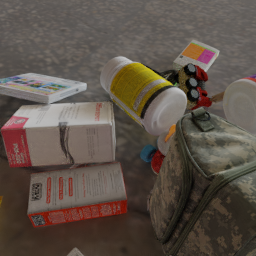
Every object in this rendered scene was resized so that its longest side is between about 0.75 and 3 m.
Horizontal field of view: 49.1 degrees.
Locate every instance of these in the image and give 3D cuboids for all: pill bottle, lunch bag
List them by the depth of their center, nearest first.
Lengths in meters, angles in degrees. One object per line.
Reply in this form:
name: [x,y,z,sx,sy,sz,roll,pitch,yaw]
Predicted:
lunch bag: [1.500,1.315,5.177,1.946,2.793,2.343,-15,48,-26]
pill bottle: [0.334,-0.989,7.823,1.384,1.384,2.422,-28,50,-25]
pill bottle: [4.446,-0.961,8.211,2.941,1.638,1.638,-19,48,-19]

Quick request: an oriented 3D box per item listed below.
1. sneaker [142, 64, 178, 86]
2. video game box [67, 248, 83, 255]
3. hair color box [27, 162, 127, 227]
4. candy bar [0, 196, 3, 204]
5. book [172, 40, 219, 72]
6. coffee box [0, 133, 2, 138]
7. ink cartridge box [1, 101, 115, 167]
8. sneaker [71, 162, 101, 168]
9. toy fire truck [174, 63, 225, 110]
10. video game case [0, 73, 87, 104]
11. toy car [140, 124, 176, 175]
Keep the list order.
sneaker: [0.619,-1.632,9.343,2.357,0.987,0.905,-10,46,-10]
video game box: [-0.963,3.387,4.698,1.797,0.462,1.973,29,52,29]
hair color box: [-1.133,1.501,6.448,2.105,0.645,1.069,-6,46,-7]
candy bar: [-3.062,2.400,5.834,0.553,0.246,2.219,-9,46,-3]
book: [2.660,-2.686,10.835,1.200,0.432,1.797,26,51,21]
coffee box: [-4.140,-0.210,7.297,0.731,1.833,1.048,24,50,17]
ink cartridge box: [-1.599,0.081,7.196,2.523,1.070,1.837,-4,23,-2]
sneaker: [-1.108,0.870,7.297,0.489,0.429,1.220,26,44,34]
toy fire truck: [2.453,-1.290,9.012,1.591,1.023,1.400,8,66,-23]
video game case: [-2.863,-1.314,8.876,2.362,0.280,2.150,13,23,18]
toy car: [1.165,0.423,6.955,1.292,1.461,1.347,-34,55,-29]
